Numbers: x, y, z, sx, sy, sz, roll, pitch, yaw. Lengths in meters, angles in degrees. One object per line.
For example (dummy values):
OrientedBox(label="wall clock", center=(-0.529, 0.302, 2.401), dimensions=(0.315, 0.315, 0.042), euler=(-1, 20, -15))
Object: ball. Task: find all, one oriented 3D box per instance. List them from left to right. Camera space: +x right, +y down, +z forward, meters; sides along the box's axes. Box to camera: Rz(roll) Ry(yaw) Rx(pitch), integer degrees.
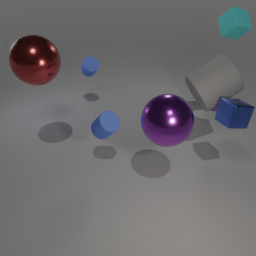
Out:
OrientedBox(label="ball", center=(-2.628, -1.911, 7.963), dimensions=(1.400, 1.400, 1.400), euler=(0, 32, 0))
OrientedBox(label="ball", center=(1.035, -0.200, 7.400), dimensions=(1.400, 1.400, 1.400), euler=(0, 32, 0))

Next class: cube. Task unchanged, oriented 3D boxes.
OrientedBox(label="cube", center=(3.118, -0.435, 8.243), dimensions=(0.700, 0.700, 0.700), euler=(1, 25, -22))
OrientedBox(label="cube", center=(3.542, -3.477, 9.326), dimensions=(0.700, 0.700, 0.700), euler=(1, 74, -28))

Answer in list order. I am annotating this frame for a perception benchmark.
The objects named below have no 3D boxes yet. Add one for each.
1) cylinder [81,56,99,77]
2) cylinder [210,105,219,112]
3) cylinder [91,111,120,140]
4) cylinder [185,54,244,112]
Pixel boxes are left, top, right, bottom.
OrientedBox(label="cylinder", center=(-1.677, -2.695, 12.323), dimensions=(0.700, 0.700, 0.700), euler=(-14, -3, -20))
OrientedBox(label="cylinder", center=(3.323, -1.050, 10.568), dimensions=(0.700, 0.700, 0.700), euler=(12, -10, 2))
OrientedBox(label="cylinder", center=(-0.703, -0.082, 8.683), dimensions=(0.700, 0.700, 0.700), euler=(14, 61, -27))
OrientedBox(label="cylinder", center=(2.851, -1.487, 9.325), dimensions=(1.400, 1.400, 1.400), euler=(-32, 34, 7))
